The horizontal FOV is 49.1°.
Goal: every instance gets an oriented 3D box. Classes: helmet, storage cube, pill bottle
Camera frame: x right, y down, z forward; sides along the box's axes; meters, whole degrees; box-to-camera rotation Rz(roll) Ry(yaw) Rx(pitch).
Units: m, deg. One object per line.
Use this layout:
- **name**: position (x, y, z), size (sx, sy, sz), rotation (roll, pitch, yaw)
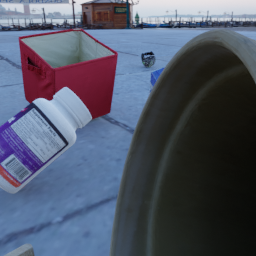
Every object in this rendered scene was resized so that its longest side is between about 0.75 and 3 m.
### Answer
- **helmet**: position (1.143, -3.779, 15.473), size (0.855, 0.855, 0.815), rotation (-9, 56, -21)
- **storage cube**: position (-1.660, -1.365, 7.691), size (2.170, 1.951, 1.855), rotation (-24, 50, -34)
- **pill bottle**: position (-1.583, 0.144, 4.909), size (1.868, 1.041, 1.041), rotation (-41, 38, -15)

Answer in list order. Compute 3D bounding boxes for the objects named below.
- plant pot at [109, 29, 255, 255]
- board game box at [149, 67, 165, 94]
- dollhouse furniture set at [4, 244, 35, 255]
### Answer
- **plant pot**: position (1.370, 0.904, 2.511), size (2.510, 2.892, 2.892), rotation (13, 21, -10)
- **board game box**: position (1.489, -0.995, 7.035), size (2.042, 2.032, 0.443), rotation (-23, 67, -10)
- **dollhouse furniture set**: position (-1.768, 1.511, 2.599), size (1.369, 1.173, 1.440), rotation (-20, 30, -39)
